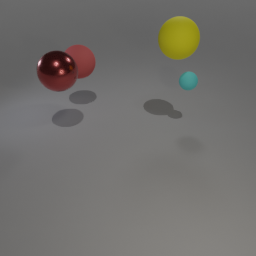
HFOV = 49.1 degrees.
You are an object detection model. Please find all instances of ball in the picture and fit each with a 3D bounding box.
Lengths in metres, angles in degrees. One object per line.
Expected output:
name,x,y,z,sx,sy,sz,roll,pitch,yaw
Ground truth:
ball,2.268,-1.764,10.525,0.700,0.700,0.700,0,33,0
ball,-2.429,-1.960,9.694,1.400,1.400,1.400,0,33,0
ball,-2.072,-2.789,11.812,1.400,1.400,1.400,0,33,0
ball,1.722,-3.040,9.510,1.400,1.400,1.400,0,33,0
